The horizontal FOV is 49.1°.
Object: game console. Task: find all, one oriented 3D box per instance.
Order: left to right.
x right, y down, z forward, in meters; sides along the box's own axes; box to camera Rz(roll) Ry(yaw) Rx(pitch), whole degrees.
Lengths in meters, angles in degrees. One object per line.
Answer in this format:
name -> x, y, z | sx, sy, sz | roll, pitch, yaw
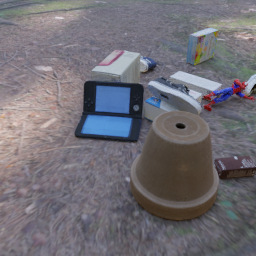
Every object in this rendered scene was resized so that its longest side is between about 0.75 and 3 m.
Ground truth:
game console -> -0.643, -0.671, 10.044 | 2.285, 1.951, 1.352 | 4, 9, 6

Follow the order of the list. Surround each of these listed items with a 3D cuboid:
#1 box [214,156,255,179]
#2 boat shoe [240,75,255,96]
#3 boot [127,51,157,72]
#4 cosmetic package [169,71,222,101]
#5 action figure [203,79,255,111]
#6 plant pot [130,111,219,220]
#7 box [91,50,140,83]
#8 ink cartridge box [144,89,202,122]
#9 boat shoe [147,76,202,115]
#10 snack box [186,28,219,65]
box -> 3.146, 1.151, 8.257 | 1.069, 0.401, 0.535 | -6, 37, -5
boat shoe -> 5.522, -1.833, 12.212 | 0.666, 0.577, 1.562 | 29, 47, 36
boot -> 0.526, -3.475, 14.506 | 0.887, 0.715, 1.965 | -21, 48, -38
cosmetic package -> 2.921, -1.871, 12.298 | 2.109, 0.534, 0.870 | 26, 43, 32
action figure -> 4.242, -1.324, 11.227 | 2.312, 0.754, 1.144 | -28, 36, -25
plant pot -> 1.282, 0.786, 7.302 | 2.428, 2.117, 2.428 | 1, 36, -1
box -> -0.442, -2.131, 11.841 | 1.277, 1.499, 2.345 | 13, 38, 17
ink cartridge box -> 1.721, -0.845, 10.659 | 1.364, 0.794, 1.886 | 27, 44, 33
boat shoe -> 1.719, -1.214, 9.767 | 0.786, 0.830, 2.374 | -42, 44, -14
snack box -> 3.952, -4.353, 14.885 | 1.806, 1.523, 0.611 | -28, 45, -32
